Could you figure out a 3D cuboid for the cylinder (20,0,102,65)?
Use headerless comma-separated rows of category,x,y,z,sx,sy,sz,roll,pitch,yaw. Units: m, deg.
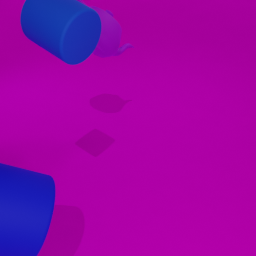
cylinder,-0.918,-1.413,3.903,0.800,0.800,0.800,34,46,19

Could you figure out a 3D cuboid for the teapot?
teapot,-0.622,-2.231,6.473,1.223,1.966,0.963,28,85,51

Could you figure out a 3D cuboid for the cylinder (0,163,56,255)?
cylinder,-1.593,0.984,3.371,1.095,1.095,1.095,21,27,-27
